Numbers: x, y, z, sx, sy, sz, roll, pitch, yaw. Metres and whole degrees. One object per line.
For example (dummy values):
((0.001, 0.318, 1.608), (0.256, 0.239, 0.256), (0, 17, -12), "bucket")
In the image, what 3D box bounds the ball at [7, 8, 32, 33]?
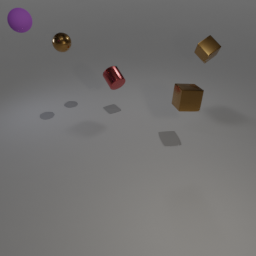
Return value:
((-3.212, -3.202, 8.332), (0.700, 0.700, 0.700), (0, 31, 0), "ball")

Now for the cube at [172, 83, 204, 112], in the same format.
((1.847, -0.957, 8.755), (0.700, 0.700, 0.700), (0, 25, -12), "cube")

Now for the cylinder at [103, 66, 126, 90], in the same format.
((-0.563, -2.025, 11.337), (0.700, 0.700, 0.700), (-20, 69, -30), "cylinder")

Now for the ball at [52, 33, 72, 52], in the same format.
((-2.442, -3.159, 10.347), (0.700, 0.700, 0.700), (0, 31, 0), "ball")

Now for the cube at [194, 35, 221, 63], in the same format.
((3.336, -3.299, 11.770), (0.700, 0.700, 0.700), (-36, 78, -9), "cube")
